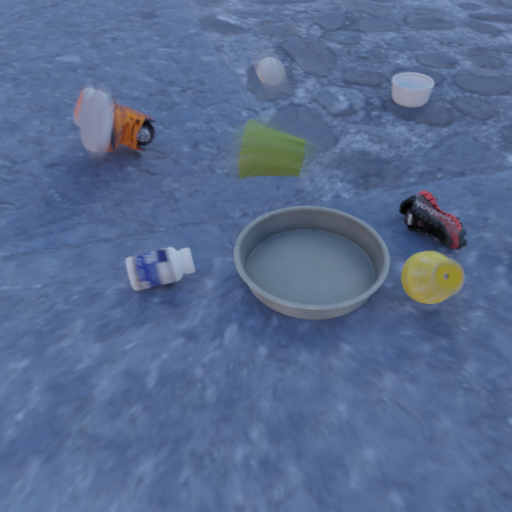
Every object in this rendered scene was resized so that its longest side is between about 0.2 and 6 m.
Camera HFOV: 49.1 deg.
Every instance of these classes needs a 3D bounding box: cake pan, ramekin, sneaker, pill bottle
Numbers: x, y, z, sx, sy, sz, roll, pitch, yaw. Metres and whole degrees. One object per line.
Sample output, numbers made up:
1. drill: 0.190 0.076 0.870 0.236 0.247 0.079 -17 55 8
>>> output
1. cake pan: 0.869 0.093 8.991 2.452 0.450 2.452 0 42 0
2. ramekin: 3.748 -3.996 13.546 0.974 0.511 0.974 0 42 0
3. sneaker: 3.000 -0.571 9.679 0.739 0.535 1.514 -12 41 -14
4. sneaker: -2.600 -2.550 10.952 1.499 1.038 2.676 17 20 -31
5. pill bottle: -1.477 0.174 8.705 0.975 0.541 0.541 -14 43 -6

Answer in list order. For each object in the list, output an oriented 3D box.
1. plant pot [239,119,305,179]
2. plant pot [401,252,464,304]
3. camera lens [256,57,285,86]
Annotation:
1. plant pot: 0.265 -1.517 8.357 0.852 0.897 0.897 12 43 8
2. plant pot: 2.628 0.313 8.183 0.784 0.784 0.738 1 -4 -9
3. camera lens: 0.254 -3.219 9.774 0.436 0.436 0.545 -6 26 -7
